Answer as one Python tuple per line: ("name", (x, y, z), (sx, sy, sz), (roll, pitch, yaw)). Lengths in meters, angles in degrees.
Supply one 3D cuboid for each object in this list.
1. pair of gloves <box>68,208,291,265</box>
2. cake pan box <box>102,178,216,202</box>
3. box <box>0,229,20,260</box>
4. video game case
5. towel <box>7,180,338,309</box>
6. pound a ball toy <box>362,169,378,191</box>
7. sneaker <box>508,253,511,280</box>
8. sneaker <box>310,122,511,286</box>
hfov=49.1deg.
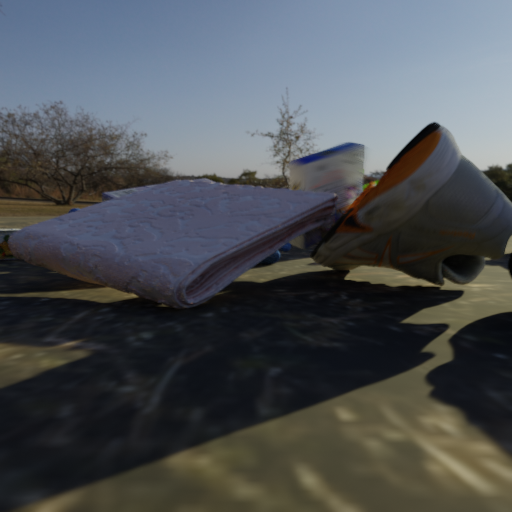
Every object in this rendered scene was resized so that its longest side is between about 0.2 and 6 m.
("pair of gloves", (-1.106, -0.396, 8.329), (2.588, 0.367, 3.219), (-10, 22, -41))
("cake pan box", (-0.914, -0.565, 7.717), (1.934, 0.506, 1.781), (-16, 28, -42))
("box", (-3.165, -0.193, 8.584), (2.350, 0.455, 0.487), (-2, 6, -26))
("video game case", (0.867, -0.761, 6.882), (1.152, 1.044, 0.262), (-24, 33, -38))
("towel", (-0.804, -0.260, 5.674), (2.514, 0.405, 2.401), (10, 26, 38))
("pound a ball toy", (2.203, -0.957, 12.107), (2.061, 1.343, 3.161), (19, -12, -20))
("sneaker", (2.320, 0.150, 3.613), (1.100, 0.769, 2.211), (-5, 0, 4))
("sneaker", (1.530, -0.123, 5.789), (1.358, 1.118, 2.953), (40, -13, 1))
